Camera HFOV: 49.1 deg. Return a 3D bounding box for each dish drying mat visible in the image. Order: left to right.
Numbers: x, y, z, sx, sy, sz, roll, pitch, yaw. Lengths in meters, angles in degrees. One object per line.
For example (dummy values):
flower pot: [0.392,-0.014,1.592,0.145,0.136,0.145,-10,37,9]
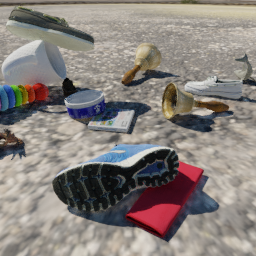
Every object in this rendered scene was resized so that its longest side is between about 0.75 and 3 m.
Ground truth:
dish drying mat: [0.812,1.292,5.630,0.798,0.189,2.078,17,32,27]

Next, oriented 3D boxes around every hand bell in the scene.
hand bell: [0.398,-2.557,12.070,1.295,1.295,2.488,14,44,24]
hand bell: [2.261,-0.756,8.837,2.134,1.111,1.111,4,27,-16]

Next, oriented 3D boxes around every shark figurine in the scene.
shark figurine: [4.677,-2.205,11.347,0.760,1.821,1.088,-41,70,1]

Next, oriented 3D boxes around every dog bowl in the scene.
dog bowl: [-1.342,-0.772,8.900,1.235,0.487,1.235,-8,27,4]

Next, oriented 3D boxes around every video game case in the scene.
video game case: [-0.474,-0.273,8.518,1.159,0.151,1.274,5,30,10]

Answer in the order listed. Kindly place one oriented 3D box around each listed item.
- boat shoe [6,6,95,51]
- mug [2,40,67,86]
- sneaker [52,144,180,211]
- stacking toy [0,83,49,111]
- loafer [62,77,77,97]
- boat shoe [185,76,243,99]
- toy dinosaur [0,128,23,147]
boat shoe: [-2.520,-3.360,9.496,2.948,0.881,1.054,12,-12,-8]
mug: [-3.621,-2.247,10.243,1.971,1.660,2.248,-18,5,10]
sneaker: [-0.267,0.914,5.746,2.507,0.985,1.117,-11,11,-14]
stacking toy: [-3.729,-1.122,9.368,2.229,0.951,0.951,-20,34,-38]
loafer: [-2.243,-1.547,10.502,0.486,0.475,1.332,-13,31,-22]
boat shoe: [3.179,-1.616,10.402,2.067,0.690,0.760,9,30,15]
toy dinosaur: [-3.513,0.313,7.016,1.002,0.635,1.479,29,45,31]
